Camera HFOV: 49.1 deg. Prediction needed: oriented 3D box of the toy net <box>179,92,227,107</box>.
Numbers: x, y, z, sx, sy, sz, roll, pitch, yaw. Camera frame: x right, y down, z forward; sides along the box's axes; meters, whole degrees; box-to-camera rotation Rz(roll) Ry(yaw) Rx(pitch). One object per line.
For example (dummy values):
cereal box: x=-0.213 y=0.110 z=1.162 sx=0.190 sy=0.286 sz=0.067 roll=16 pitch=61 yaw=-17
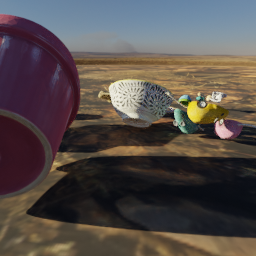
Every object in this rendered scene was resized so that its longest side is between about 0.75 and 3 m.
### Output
toy net: x=2.813 y=-0.981 z=10.459 sx=1.757 sy=0.339 sz=0.922 roll=0 pitch=-25 yaw=35

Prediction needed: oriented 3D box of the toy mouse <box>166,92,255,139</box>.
toy mouse: x=1.909 y=-0.052 z=6.859 sx=2.236 sy=0.433 sz=1.987 roll=15 pitch=-14 yaw=8

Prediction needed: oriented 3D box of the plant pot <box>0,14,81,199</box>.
plant pot: x=-1.910 y=-0.241 z=4.289 sx=2.427 sy=2.427 sz=2.173 roll=-3 pitch=37 yaw=-12

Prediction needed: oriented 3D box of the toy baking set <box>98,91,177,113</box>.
toy baking set: x=0.352 y=-0.782 z=9.231 sx=2.667 sy=0.310 sz=2.047 roll=9 pitch=6 yaw=-41

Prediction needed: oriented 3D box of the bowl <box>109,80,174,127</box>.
bowl: x=0.319 y=-0.552 z=7.910 sx=1.877 sy=0.881 sz=1.877 roll=9 pitch=-15 yaw=2
